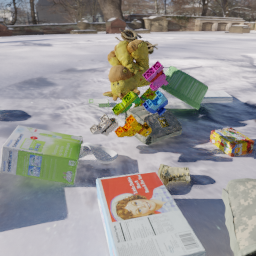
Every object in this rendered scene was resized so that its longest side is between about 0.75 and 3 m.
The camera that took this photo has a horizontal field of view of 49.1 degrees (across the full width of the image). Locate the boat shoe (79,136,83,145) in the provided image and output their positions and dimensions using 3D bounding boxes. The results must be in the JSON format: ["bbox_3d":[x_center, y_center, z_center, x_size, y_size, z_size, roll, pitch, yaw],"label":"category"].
[{"bbox_3d":[-1.761,0.560,8.951,0.381,0.375,1.056,6,24,13],"label":"boat shoe"}]

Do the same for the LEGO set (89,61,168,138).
[{"bbox_3d":[0.376,-0.419,8.512,1.203,2.931,1.118,25,27,-54],"label":"LEGO set"}]

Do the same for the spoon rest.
[{"bbox_3d":[-0.947,0.739,8.501,1.383,0.419,0.687,12,26,27],"label":"spoon rest"}]

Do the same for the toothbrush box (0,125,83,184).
[{"bbox_3d":[-2.263,0.696,7.623,1.879,0.809,1.368,10,23,-7],"label":"toothbrush box"}]

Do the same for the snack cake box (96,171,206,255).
[{"bbox_3d":[0.260,1.864,5.401,1.412,0.825,2.455,-7,24,-11],"label":"snack cake box"}]

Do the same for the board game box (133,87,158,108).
[{"bbox_3d":[0.671,-0.998,11.630,0.467,0.997,1.963,32,29,4],"label":"board game box"}]

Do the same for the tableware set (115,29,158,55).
[{"bbox_3d":[0.430,-3.764,12.024,1.709,0.342,1.130,40,54,15],"label":"tableware set"}]

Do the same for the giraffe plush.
[{"bbox_3d":[-0.053,-1.928,10.756,2.102,2.436,1.975,-31,13,50],"label":"giraffe plush"}]

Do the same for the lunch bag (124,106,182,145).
[{"bbox_3d":[0.877,-0.125,9.784,1.399,1.003,1.706,-16,34,-32],"label":"lunch bag"}]

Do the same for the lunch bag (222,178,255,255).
[{"bbox_3d":[2.843,1.844,4.742,2.402,1.412,1.970,10,25,10],"label":"lunch bag"}]

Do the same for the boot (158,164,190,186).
[{"bbox_3d":[1.192,1.304,7.258,0.839,0.393,1.080,5,21,11],"label":"boot"}]

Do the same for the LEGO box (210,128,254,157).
[{"bbox_3d":[3.368,0.440,9.145,0.840,0.435,1.128,-8,25,-17],"label":"LEGO box"}]

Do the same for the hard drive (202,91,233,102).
[{"bbox_3d":[4.080,-1.586,14.023,1.873,0.250,1.235,-1,24,-4],"label":"hard drive"}]

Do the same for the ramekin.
[{"bbox_3d":[2.440,-1.826,12.341,2.192,1.071,2.192,29,13,-7],"label":"ramekin"}]

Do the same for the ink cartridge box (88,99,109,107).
[{"bbox_3d":[-1.373,-1.182,13.121,0.951,0.228,0.692,-3,24,-6],"label":"ink cartridge box"}]
